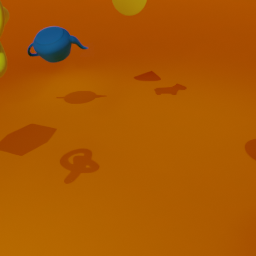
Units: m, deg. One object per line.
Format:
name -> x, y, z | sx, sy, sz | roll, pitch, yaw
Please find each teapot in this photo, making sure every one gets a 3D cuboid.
teapot -> -2.297, -2.615, 8.987 | 1.965, 0.962, 1.222 | -9, 53, 4

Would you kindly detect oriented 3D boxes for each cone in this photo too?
cone -> 0.207, -4.818, 10.293 | 1.285, 1.285, 1.290 | 7, 23, 13

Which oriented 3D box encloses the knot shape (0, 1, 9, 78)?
knot shape -> -2.075, -1.412, 4.060 | 0.613, 1.326, 1.241 | 2, 20, -20
